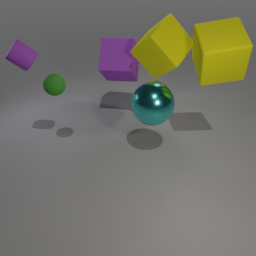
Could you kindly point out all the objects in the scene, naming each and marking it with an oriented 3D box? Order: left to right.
[{"bbox_3d":[-3.262,-2.226,8.587,0.700,0.700,0.700,32,15,-30],"label":"cylinder"},{"bbox_3d":[-2.327,-1.369,8.862,0.700,0.700,0.700,0,30,0],"label":"ball"},{"bbox_3d":[-0.330,-2.830,11.746,1.400,1.400,1.400,4,-7,11],"label":"cube"},{"bbox_3d":[0.796,-0.777,8.980,1.400,1.400,1.400,0,30,0],"label":"ball"},{"bbox_3d":[1.242,-2.913,10.140,1.400,1.400,1.400,-53,18,-25],"label":"cube"},{"bbox_3d":[2.875,-2.386,8.820,1.400,1.400,1.400,-8,55,5],"label":"cube"}]
